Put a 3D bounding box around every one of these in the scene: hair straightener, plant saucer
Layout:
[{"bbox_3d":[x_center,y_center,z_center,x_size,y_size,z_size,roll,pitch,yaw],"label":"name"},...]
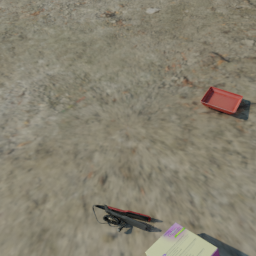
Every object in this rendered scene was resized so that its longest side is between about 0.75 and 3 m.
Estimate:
[{"bbox_3d":[-0.187,2.061,6.348,1.367,0.280,0.526,18,44,5],"label":"hair straightener"},{"bbox_3d":[3.090,-0.892,9.259,1.138,0.209,1.136,22,44,22],"label":"plant saucer"}]

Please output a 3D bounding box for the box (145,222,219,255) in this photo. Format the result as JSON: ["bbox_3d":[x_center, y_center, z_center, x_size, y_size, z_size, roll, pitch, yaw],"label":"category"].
[{"bbox_3d":[1.076,2.568,5.510,0.946,0.520,1.076,-34,31,-28],"label":"box"}]
